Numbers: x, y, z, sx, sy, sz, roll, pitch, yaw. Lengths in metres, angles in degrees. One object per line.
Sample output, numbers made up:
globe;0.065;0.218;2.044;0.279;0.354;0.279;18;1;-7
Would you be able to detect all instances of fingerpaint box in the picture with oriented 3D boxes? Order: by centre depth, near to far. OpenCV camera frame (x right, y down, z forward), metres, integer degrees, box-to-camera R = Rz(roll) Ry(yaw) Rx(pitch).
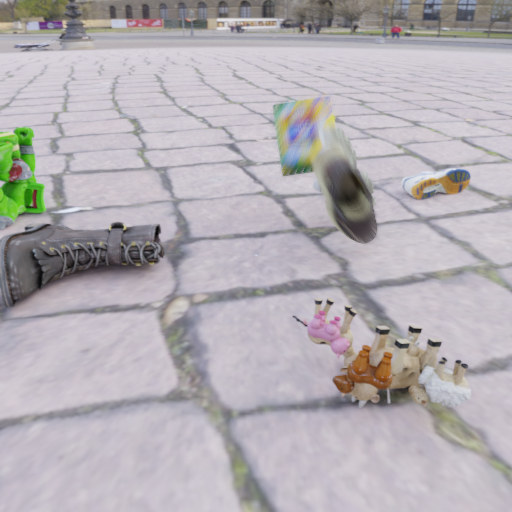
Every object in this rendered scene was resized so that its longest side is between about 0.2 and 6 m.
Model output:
fingerpaint box;1.037;-2.490;11.619;1.221;0.537;1.463;-7;69;3

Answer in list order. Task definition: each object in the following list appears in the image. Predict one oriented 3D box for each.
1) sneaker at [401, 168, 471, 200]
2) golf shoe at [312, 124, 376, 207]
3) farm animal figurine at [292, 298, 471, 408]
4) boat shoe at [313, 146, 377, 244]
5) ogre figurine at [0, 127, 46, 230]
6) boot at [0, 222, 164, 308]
sneaker;4.356;-1.858;13.591;1.751;0.659;0.772;-10;28;-20
golf shoe;1.541;-1.568;10.975;1.090;2.242;0.878;-14;49;23
farm animal figurine;1.434;1.311;6.864;1.782;0.940;1.802;8;17;-12
boat shoe;1.641;-0.908;9.833;0.802;2.192;0.710;-33;39;5
ogre figurine;-5.317;-1.668;12.037;1.370;1.674;2.793;-12;27;-15
boot;-2.814;-0.058;9.499;2.452;0.975;2.817;-2;23;-2
